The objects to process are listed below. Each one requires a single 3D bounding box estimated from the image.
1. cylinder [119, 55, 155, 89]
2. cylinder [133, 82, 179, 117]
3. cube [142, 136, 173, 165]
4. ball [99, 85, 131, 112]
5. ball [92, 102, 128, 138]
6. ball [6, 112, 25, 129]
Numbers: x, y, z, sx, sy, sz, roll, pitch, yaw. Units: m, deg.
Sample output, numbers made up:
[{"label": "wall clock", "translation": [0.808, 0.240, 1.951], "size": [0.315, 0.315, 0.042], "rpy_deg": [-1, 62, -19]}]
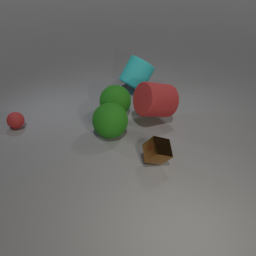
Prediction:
[{"label": "cylinder", "translation": [0.455, -2.813, 14.539], "size": [1.400, 1.400, 1.400], "rpy_deg": [29, 6, -3]}, {"label": "cylinder", "translation": [1.147, -1.166, 11.646], "size": [1.400, 1.400, 1.400], "rpy_deg": [0, 27, -34]}, {"label": "cube", "translation": [0.990, 0.771, 9.463], "size": [0.700, 0.700, 0.700], "rpy_deg": [13, 54, -31]}, {"label": "ball", "translation": [-0.563, -1.203, 12.436], "size": [1.400, 1.400, 1.400], "rpy_deg": [0, 32, 0]}, {"label": "ball", "translation": [-0.697, -0.298, 10.957], "size": [1.400, 1.400, 1.400], "rpy_deg": [0, 32, 0]}, {"label": "ball", "translation": [-4.662, -0.321, 11.619], "size": [0.700, 0.700, 0.700], "rpy_deg": [0, 32, 0]}]
